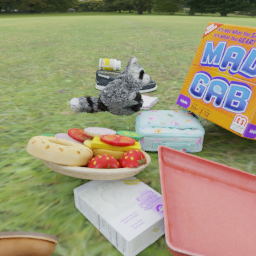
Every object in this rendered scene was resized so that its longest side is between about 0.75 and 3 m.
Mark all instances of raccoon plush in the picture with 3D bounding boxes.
[{"bbox_3d":[-0.469,-1.303,8.102,2.357,1.140,1.579,4,67,-21],"label":"raccoon plush"}]

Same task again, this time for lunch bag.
[{"bbox_3d":[1.176,0.076,7.894,1.912,0.737,1.533,0,27,0],"label":"lunch bag"}]

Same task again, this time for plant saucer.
[{"bbox_3d":[1.689,1.461,4.784,2.570,0.472,2.565,17,26,-5],"label":"plant saucer"}]

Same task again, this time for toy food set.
[{"bbox_3d":[-0.749,0.445,6.072,2.506,0.610,2.481,6,10,-2],"label":"toy food set"}]

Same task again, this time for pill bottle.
[{"bbox_3d":[-0.949,-3.355,14.881,1.087,0.611,0.611,4,27,2],"label":"pill bottle"}]

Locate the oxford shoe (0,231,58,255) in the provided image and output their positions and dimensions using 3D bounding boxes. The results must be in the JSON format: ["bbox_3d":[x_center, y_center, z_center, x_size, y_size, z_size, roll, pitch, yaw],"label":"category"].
[{"bbox_3d":[-2.185,2.061,4.174,2.278,0.813,0.812,-7,54,-11],"label":"oxford shoe"}]

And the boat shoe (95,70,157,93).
[{"bbox_3d":[-0.102,-2.048,12.034,2.695,0.813,1.019,1,27,3],"label":"boat shoe"}]

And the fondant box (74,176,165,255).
[{"bbox_3d":[-0.073,1.499,5.337,1.210,0.488,1.677,-21,34,-36],"label":"fondant box"}]

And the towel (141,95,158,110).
[{"bbox_3d":[0.486,-1.020,10.703,1.095,0.185,1.146,11,28,22],"label":"towel"}]

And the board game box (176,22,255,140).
[{"bbox_3d":[3.336,-1.167,7.669,2.427,2.427,2.429,10,17,-36],"label":"board game box"}]
